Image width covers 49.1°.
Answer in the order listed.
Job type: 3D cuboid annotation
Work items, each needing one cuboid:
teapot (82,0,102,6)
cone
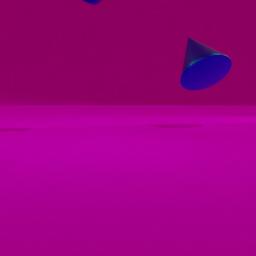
[{"bbox_3d":[-1.131,-3.867,7.680,0.941,0.741,1.514,6,27,-42],"label":"teapot"},{"bbox_3d":[2.221,-2.360,9.042,1.638,1.644,1.638,-12,-28,-6],"label":"cone"}]
